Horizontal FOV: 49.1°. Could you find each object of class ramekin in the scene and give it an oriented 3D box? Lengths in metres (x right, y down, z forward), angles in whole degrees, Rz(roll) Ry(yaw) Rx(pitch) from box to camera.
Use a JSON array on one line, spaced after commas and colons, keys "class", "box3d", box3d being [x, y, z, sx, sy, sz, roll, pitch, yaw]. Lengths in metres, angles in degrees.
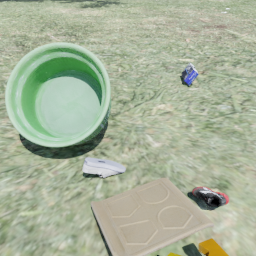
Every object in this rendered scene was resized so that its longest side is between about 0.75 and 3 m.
[{"class": "ramekin", "box3d": [-1.736, -0.780, 7.694, 2.739, 2.739, 1.338, 3, -8, 5]}]

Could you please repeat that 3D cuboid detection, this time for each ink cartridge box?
[{"class": "ink cartridge box", "box3d": [2.546, -2.238, 11.581, 0.236, 0.599, 1.204, 32, 25, -17]}]

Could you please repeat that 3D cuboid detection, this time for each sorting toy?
[{"class": "sorting toy", "box3d": [0.546, 1.897, 5.280, 1.975, 0.355, 2.650, -13, 22, -17]}]

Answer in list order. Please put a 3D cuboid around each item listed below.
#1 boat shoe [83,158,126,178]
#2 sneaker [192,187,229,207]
[{"class": "boat shoe", "box3d": [-0.594, 1.033, 6.940, 1.131, 0.395, 0.401, 13, 15, -33]}, {"class": "sneaker", "box3d": [1.711, 1.471, 5.972, 0.799, 0.282, 0.390, 13, 17, 36]}]
